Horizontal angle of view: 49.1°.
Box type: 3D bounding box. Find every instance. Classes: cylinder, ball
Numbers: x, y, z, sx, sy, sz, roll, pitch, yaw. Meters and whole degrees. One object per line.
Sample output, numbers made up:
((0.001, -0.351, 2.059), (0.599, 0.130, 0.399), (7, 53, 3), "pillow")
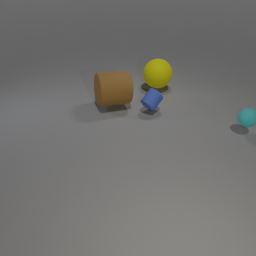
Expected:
((1.009, -1.192, 11.784), (0.700, 0.700, 0.700), (31, 81, 40), "cylinder")
((1.439, -2.639, 13.592), (1.400, 1.400, 1.400), (0, 32, 0), "ball")
((4.418, -0.376, 10.294), (0.700, 0.700, 0.700), (0, 32, 0), "ball")
((-0.640, -1.688, 11.969), (1.400, 1.400, 1.400), (-7, 32, -17), "cylinder")
